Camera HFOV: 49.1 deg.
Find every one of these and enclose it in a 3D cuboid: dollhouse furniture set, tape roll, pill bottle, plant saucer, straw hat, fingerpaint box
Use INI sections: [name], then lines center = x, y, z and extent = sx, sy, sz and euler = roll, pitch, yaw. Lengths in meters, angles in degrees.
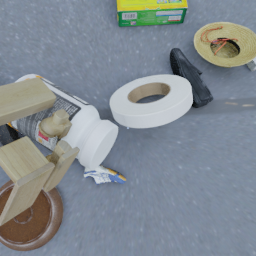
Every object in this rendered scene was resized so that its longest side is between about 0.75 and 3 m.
[dollhouse furniture set]
center = -2.014, 0.353, 5.281
extent = 1.823, 1.485, 1.733
euler = 47, 40, 11
[tape roll]
center = 0.547, -0.709, 6.808
extent = 2.024, 0.370, 2.024
euler = -12, 33, 8
[pill bottle]
center = -1.573, -0.133, 6.625
extent = 2.479, 1.442, 1.442
euler = 30, 74, 12
[plant saucer]
center = -2.386, 1.953, 6.470
extent = 1.735, 0.299, 1.735
euler = 0, 78, -1
[straw hat]
center = 2.649, -2.088, 7.723
extent = 1.740, 0.736, 1.740
euler = -3, 58, 6
[fingerpaint box]
center = 0.630, -3.956, 8.350
extent = 1.994, 0.731, 1.663
euler = -4, 72, -2

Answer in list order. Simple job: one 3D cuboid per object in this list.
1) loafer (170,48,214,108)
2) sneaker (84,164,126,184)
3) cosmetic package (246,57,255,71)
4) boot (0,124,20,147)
[loafer]
center = 1.688, -1.399, 7.579
extent = 0.630, 0.609, 1.795
euler = -22, 78, -11
[sneaker]
center = -0.570, 1.194, 6.838
extent = 1.057, 0.398, 0.466
euler = 21, 86, 12
[cosmetic package]
center = 3.493, -2.196, 7.940
extent = 0.540, 0.393, 1.062
euler = -27, 72, -8
[boot]
center = -3.981, -0.207, 7.034
extent = 1.718, 0.911, 2.609
euler = -28, 69, -4
